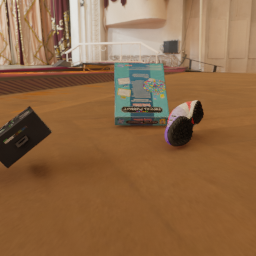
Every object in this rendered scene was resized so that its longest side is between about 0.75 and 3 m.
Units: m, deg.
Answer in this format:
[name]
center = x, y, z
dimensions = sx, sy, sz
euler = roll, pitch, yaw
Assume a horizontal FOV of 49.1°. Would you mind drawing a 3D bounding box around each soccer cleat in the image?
[soccer cleat]
center = 1.297, -0.115, 7.146
dimensions = 0.748, 0.697, 2.044
euler = -6, 23, 35

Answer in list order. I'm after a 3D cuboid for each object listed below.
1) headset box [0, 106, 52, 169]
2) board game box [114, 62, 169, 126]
[headset box]
center = -1.931, 0.117, 4.979
dimensions = 0.954, 0.508, 1.095
euler = -41, 21, -13
[board game box]
center = 0.390, -1.139, 9.128
dimensions = 1.670, 2.212, 0.519
euler = 1, -30, -3
